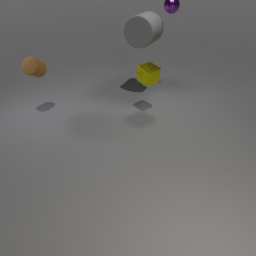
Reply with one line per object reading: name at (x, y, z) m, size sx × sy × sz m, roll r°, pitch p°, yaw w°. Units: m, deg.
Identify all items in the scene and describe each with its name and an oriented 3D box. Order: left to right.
cylinder at (-3.757, -2.437, 11.280) m, size 0.700 × 0.700 × 0.700 m, roll 10°, pitch 3°, yaw 16°
cylinder at (0.735, -4.459, 12.701) m, size 1.400 × 1.400 × 1.400 m, roll 14°, pitch 33°, yaw 22°
cube at (0.871, -2.260, 11.792) m, size 0.700 × 0.700 × 0.700 m, roll -26°, pitch 49°, yaw -30°
ball at (1.915, -5.373, 12.250) m, size 0.700 × 0.700 × 0.700 m, roll 0°, pitch 31°, yaw 0°
